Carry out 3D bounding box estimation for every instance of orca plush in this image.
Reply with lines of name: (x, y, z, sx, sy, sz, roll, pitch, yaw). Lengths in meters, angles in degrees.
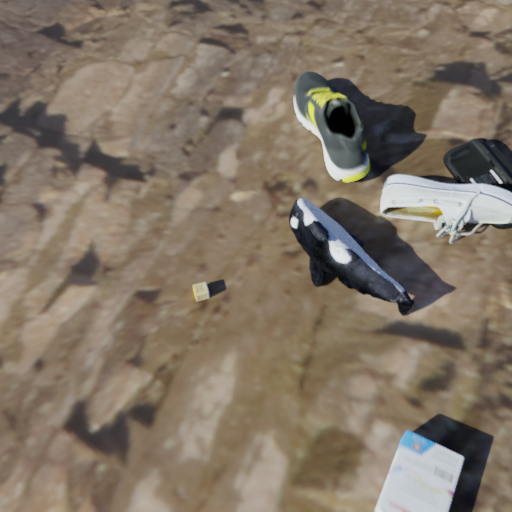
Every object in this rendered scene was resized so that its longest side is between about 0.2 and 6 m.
orca plush: (1.390, 0.188, 9.364, 2.632, 0.936, 1.385, 40, 21, 11)

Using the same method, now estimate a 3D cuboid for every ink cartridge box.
ink cartridge box: (2.193, 3.108, 7.559, 0.830, 0.486, 1.148, 23, 60, 15)

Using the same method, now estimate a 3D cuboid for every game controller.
game controller: (4.363, -1.381, 10.427, 1.028, 0.415, 1.970, -26, 61, 1)

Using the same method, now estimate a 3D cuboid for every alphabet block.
alphabet block: (-0.911, 0.592, 9.258, 0.227, 0.222, 0.223, -14, 58, -10)

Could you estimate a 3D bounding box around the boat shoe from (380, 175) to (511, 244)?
boat shoe: (3.308, -0.706, 9.655, 2.394, 0.884, 1.021, 13, 66, 16)

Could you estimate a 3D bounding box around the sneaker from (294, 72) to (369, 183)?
sneaker: (1.488, -2.737, 10.681, 1.023, 1.163, 2.748, -20, 60, -6)
